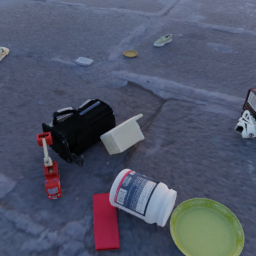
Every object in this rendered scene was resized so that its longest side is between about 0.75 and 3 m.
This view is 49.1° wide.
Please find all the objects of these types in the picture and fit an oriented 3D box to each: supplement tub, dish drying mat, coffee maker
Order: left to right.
[{"bbox_3d":[-1.494,0.148,9.882,2.226,1.500,2.139,-35,70,-31],"label":"coffee maker"},{"bbox_3d":[-0.641,2.599,7.923,0.665,0.158,1.732,-4,41,-6],"label":"dish drying mat"},{"bbox_3d":[0.420,1.948,7.897,1.637,1.149,1.149,20,45,21],"label":"supplement tub"}]

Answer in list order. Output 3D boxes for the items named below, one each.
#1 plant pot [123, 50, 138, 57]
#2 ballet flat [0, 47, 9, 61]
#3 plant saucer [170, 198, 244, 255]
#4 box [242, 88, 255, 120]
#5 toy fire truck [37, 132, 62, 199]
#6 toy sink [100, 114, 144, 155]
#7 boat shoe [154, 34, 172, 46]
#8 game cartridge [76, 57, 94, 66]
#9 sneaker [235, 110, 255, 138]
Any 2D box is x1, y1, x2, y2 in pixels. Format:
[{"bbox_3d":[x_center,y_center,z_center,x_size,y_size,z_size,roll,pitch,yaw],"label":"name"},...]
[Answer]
[{"bbox_3d":[0.150,-4.081,15.426,0.803,0.110,0.803,-1,42,1],"label":"plant pot"},{"bbox_3d":[-6.881,-4.067,15.120,0.591,0.500,1.563,2,41,2],"label":"ballet flat"},{"bbox_3d":[2.098,2.801,7.582,1.941,0.302,1.941,0,41,0],"label":"plant saucer"},{"bbox_3d":[5.513,-0.907,11.121,1.322,1.086,1.097,-5,42,-5],"label":"box"},{"bbox_3d":[-2.443,1.143,8.701,0.441,1.275,1.807,-12,43,-11],"label":"toy fire truck"},{"bbox_3d":[-0.053,0.246,9.779,1.454,0.814,0.948,-32,6,-30],"label":"toy sink"},{"bbox_3d":[2.046,-5.165,16.398,1.364,0.423,0.491,-33,51,-31],"label":"boat shoe"},{"bbox_3d":[-2.302,-3.490,14.736,0.839,0.170,0.560,17,41,18],"label":"game cartridge"},{"bbox_3d":[4.370,-0.161,10.568,0.770,0.645,1.741,-16,21,15],"label":"sneaker"}]
